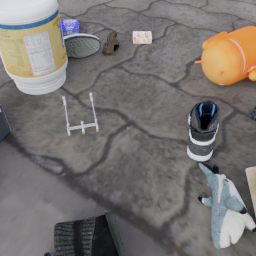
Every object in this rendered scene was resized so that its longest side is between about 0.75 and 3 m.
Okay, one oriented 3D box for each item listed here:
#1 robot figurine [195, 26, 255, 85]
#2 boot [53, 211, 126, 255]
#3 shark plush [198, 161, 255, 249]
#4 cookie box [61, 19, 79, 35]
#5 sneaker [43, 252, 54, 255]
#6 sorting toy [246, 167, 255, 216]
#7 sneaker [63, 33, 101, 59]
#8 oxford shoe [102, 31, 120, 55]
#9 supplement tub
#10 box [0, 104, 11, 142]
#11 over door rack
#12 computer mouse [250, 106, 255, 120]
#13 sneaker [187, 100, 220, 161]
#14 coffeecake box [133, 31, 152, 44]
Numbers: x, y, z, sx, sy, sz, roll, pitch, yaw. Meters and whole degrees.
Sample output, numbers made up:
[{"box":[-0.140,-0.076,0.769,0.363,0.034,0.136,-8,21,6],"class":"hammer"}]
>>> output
[{"box":[3.866,-2.591,10.070,2.967,1.730,2.134,-26,91,-24],"class":"robot figurine"},{"box":[-0.734,2.589,5.562,1.328,0.668,1.776,-13,47,-11],"class":"boot"},{"box":[2.060,1.571,6.578,0.947,1.033,2.273,-29,49,14],"class":"shark plush"},{"box":[-2.720,-4.709,13.112,0.836,0.367,0.977,-6,45,-6],"class":"cookie box"},{"box":[-1.547,2.898,5.412,0.390,0.443,0.993,-13,47,-11],"class":"sneaker"},{"box":[3.800,1.397,6.170,2.026,0.705,2.014,-12,38,20],"class":"sorting toy"},{"box":[-2.654,-3.779,11.664,2.851,1.084,2.060,-9,48,-7],"class":"sneaker"},{"box":[-0.630,-3.589,11.932,0.625,0.538,1.481,12,55,3],"class":"oxford shoe"},{"box":[-3.219,-2.831,9.374,2.147,2.968,2.147,0,46,0],"class":"supplement tub"},{"box":[-4.938,0.400,7.434,2.031,1.135,2.878,13,46,16],"class":"box"},{"box":[-1.456,-0.402,8.665,0.954,0.430,1.291,-10,67,-9],"class":"over door rack"},{"box":[5.003,-0.693,9.155,2.346,0.399,0.688,-18,59,-10],"class":"computer mouse"},{"box":[2.222,-0.356,7.928,0.898,1.375,2.457,8,39,10],"class":"sneaker"},{"box":[0.630,-4.040,12.492,0.815,0.298,0.625,-1,45,-1],"class":"coffeecake box"}]
